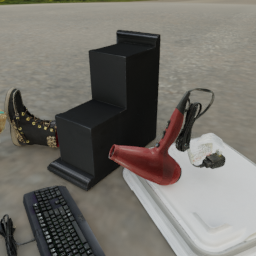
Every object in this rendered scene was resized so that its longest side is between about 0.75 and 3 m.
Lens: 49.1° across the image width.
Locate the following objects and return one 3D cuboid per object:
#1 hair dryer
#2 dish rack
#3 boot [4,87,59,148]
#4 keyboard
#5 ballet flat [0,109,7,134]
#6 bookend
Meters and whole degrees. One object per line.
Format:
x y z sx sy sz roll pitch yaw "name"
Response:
0.591 0.227 4.471 1.852 1.411 0.503 -19 12 -10 "hair dryer"
1.430 0.962 4.920 2.412 0.612 2.810 -11 32 -21 "dish rack"
-2.051 -0.163 6.155 1.089 1.446 0.529 8 30 5 "boot"
-1.248 1.553 4.146 1.274 0.207 2.005 -18 30 -24 "keyboard"
-2.765 0.203 5.552 0.550 1.684 0.594 -24 76 -47 "ballet flat"
-0.472 -0.500 5.661 1.130 2.438 2.453 19 34 32 "bookend"
